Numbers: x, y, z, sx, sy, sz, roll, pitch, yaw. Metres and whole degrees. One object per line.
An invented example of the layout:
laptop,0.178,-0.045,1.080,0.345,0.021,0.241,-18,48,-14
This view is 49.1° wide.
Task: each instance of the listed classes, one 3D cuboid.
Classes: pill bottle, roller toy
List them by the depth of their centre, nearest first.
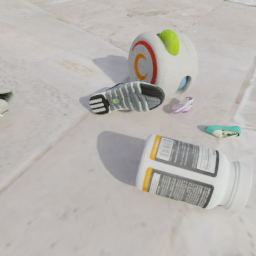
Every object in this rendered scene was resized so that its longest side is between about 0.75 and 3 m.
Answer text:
pill bottle,1.407,1.022,6.245,2.287,1.331,1.331,15,40,8
roller toy,1.180,-2.129,9.578,1.708,2.229,2.444,-12,17,-27

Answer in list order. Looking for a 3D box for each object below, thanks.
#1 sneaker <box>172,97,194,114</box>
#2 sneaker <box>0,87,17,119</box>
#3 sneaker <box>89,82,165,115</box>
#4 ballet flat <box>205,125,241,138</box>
sneaker,1.841,-0.658,9.234,0.957,0.423,0.385,-33,36,-30
sneaker,-4.088,-0.426,8.102,1.113,0.916,2.420,-5,47,16
sneaker,0.086,-1.159,9.133,2.548,0.956,1.471,-3,24,25
ballet flat,2.830,0.123,8.292,1.054,0.355,0.371,0,53,2
